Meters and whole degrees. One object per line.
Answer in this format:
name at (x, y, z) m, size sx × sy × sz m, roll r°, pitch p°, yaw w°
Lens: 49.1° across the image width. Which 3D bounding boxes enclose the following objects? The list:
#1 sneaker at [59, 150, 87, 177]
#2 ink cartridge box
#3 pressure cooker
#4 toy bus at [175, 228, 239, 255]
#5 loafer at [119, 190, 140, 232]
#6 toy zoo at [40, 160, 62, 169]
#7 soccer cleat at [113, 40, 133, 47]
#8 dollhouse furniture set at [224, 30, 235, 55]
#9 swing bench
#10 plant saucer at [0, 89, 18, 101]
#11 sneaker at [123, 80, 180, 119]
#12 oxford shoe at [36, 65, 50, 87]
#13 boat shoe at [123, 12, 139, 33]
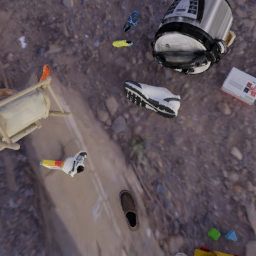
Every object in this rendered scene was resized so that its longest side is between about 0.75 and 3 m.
sneaker at (-1.086, 0.778, 6.020) m, size 0.405 × 0.924 × 0.349 m, roll 39°, pitch 115°, yaw 6°
ink cartridge box at (4.461, -1.560, 11.152) m, size 1.352 × 0.567 × 1.187 m, roll 31°, pitch 73°, yaw 11°
pressure cooker at (2.441, -3.495, 10.810) m, size 2.644 × 2.603 × 2.960 m, roll 28°, pitch 73°, yaw -6°
toy bus at (2.917, 4.381, 8.661) m, size 2.218 × 1.146 × 2.093 m, roll -31°, pitch 73°, yaw -11°
loafer at (0.082, 2.789, 9.585) m, size 0.522 × 0.507 × 1.429 m, roll -19°, pitch 71°, yaw -7°
toy zoo at (-2.429, 1.320, 9.922) m, size 1.369 × 0.898 × 0.140 m, roll 4°, pitch 72°, yaw 1°
soccer cleat at (-0.218, -3.670, 12.039) m, size 0.877 × 0.367 × 0.284 m, roll 2°, pitch 70°, yaw 1°
dollhouse furniture set at (3.750, -3.632, 11.581) m, size 0.852 × 1.200 × 0.951 m, roll -18°, pitch 72°, yaw -7°
swing bench at (-3.176, -0.282, 8.104) m, size 2.056 × 2.067 × 1.341 m, roll -41°, pitch 109°, yaw -44°
plant saucer at (-4.864, -0.506, 10.882) m, size 2.134 × 0.368 × 2.134 m, roll 0°, pitch 69°, yaw 1°
sneaker at (0.938, -1.265, 10.999) m, size 2.406 × 0.887 × 0.963 m, roll 29°, pitch 60°, yaw 5°
oxford shoe at (-3.549, -2.040, 11.470) m, size 0.437 × 0.427 × 1.198 m, roll -1°, pitch 62°, yaw 18°
boat shoe at (0.145, -3.991, 10.682) m, size 0.411 × 0.976 × 0.335 m, roll 15°, pitch 61°, yaw -18°
